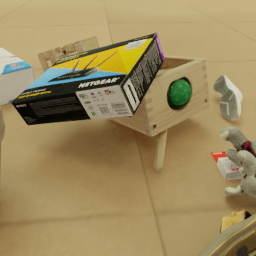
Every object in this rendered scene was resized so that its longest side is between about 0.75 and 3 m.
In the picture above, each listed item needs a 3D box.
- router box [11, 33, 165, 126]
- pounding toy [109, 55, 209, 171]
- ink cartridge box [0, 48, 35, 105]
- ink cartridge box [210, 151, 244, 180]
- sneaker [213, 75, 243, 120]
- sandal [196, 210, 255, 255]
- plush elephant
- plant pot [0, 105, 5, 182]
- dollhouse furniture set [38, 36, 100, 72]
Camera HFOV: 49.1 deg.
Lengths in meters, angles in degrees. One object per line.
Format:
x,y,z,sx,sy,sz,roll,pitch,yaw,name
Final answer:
-0.858,-1.070,6.319,2.912,0.744,2.172,-4,38,31,router box
0.742,-0.635,7.457,2.485,1.919,2.699,-25,28,-27,pounding toy
-4.624,-1.792,9.567,1.895,1.111,2.588,-25,40,-34,ink cartridge box
2.633,0.753,6.526,1.132,0.247,0.983,-4,35,-5,ink cartridge box
3.228,-0.910,8.615,0.769,0.675,1.920,25,40,-17,sneaker
1.704,1.830,4.328,2.918,1.172,0.788,-20,17,-21,sandal
2.509,0.713,5.380,1.473,1.789,1.385,-22,7,44,plush elephant
-3.225,0.743,4.830,2.438,2.115,2.438,0,33,0,plant pot
-2.042,-2.691,11.222,2.168,1.411,1.991,2,26,44,dollhouse furniture set
